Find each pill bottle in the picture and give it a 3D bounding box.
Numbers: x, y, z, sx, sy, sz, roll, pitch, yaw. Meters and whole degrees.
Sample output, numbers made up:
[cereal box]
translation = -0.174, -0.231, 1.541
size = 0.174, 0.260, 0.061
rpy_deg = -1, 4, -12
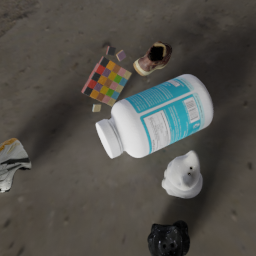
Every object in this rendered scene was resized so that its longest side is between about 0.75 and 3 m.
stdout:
[pill bottle]
translation = 0.686, -0.244, 7.758
size = 2.996, 1.660, 1.660
rpy_deg = -23, 64, -13

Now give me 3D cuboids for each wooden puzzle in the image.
[wooden puzzle]
translation = -0.612, -1.384, 8.372
size = 0.143, 1.204, 2.031
rpy_deg = 42, 105, 43

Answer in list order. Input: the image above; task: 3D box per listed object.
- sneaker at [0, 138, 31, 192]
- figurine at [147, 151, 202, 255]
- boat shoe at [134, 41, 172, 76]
[sneaker]
translation = -3.474, 1.325, 6.964
size = 2.502, 0.947, 1.097
rpy_deg = -44, 111, -38
[figurine]
translation = 1.054, 1.706, 6.024
size = 1.018, 2.307, 2.365
rpy_deg = 13, 77, 12
[boat shoe]
translation = 0.967, -2.310, 8.796
size = 0.736, 0.734, 2.040
rpy_deg = 50, 45, 1
